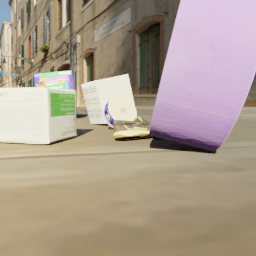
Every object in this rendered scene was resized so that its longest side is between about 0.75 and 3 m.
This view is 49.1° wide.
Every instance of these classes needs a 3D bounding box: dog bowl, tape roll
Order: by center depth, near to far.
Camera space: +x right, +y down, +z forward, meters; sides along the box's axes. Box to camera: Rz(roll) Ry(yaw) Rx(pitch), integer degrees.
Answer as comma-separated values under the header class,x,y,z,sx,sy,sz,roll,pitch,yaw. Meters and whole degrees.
class,x,y,z,sx,sy,sz,roll,pitch,yaw
tape roll,1.204,-1.032,4.724,1.133,2.666,2.666,15,7,5
dog bowl,-0.233,-0.443,8.205,0.953,0.953,0.375,-3,-22,-32

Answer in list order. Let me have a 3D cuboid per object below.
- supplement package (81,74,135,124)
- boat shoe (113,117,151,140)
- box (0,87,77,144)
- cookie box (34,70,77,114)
class,x,y,z,sx,sy,sz,roll,pitch,yaw
supplement package,-0.694,-1.045,10.208,1.437,1.503,1.105,-19,11,-35
boat shoe,0.270,-0.029,6.280,1.433,0.465,0.525,-6,-5,-45
box,-1.948,-0.292,6.021,1.298,1.112,1.292,2,6,15
cookie box,-3.549,-1.666,13.718,1.897,2.218,0.833,-8,-31,-9
